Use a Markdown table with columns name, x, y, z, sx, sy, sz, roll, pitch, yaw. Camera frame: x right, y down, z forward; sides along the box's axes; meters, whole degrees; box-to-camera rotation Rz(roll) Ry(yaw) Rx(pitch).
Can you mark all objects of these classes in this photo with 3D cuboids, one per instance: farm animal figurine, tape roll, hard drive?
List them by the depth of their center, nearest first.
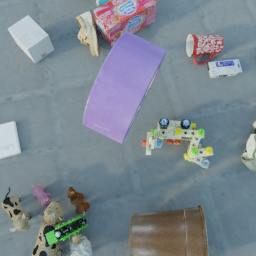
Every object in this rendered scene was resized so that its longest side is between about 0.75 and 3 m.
| name | x | y | z | sx | sy | sz | roll | pitch | yaw |
| --- | --- | --- | --- | --- | --- | --- | --- | --- | --- |
| tape roll | -0.066 | -1.061 | 7.674 | 1.187 | 2.793 | 2.793 | 27 | 73 | 2 |
| farm animal figurine | -2.576 | 3.002 | 8.741 | 2.732 | 1.425 | 2.702 | -7 | 71 | -2 |
| hard drive | -4.474 | 0.445 | 10.319 | 0.830 | 0.165 | 1.258 | -16 | 71 | -6 |

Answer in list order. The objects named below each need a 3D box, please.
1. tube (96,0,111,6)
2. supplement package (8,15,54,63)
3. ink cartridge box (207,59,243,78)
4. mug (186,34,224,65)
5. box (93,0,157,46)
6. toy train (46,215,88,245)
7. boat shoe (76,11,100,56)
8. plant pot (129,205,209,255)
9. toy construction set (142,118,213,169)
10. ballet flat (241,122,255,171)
| name | x | y | z | sx | sy | sz | roll | pitch | yaw |
| --- | --- | --- | --- | --- | --- | --- | --- | --- | --- |
| tube | -0.466 | -5.801 | 12.415 | 1.863 | 0.470 | 0.722 | -13 | 74 | -9 |
| supplement package | -3.879 | -3.563 | 11.295 | 1.005 | 0.998 | 1.325 | -41 | 75 | -13 |
| ink cartridge box | 3.906 | -2.394 | 11.287 | 1.285 | 0.252 | 0.639 | -6 | 70 | -1 |
| mug | 3.113 | -3.257 | 11.421 | 1.292 | 1.147 | 0.862 | -5 | 34 | -6 |
| box | -0.089 | -4.652 | 11.599 | 2.393 | 1.142 | 1.193 | -33 | 74 | -11 |
| toy train | -1.789 | 3.036 | 8.425 | 0.602 | 2.133 | 0.445 | -27 | 77 | 5 |
| boat shoe | -1.678 | -3.814 | 11.535 | 0.779 | 0.830 | 2.252 | -14 | 62 | -2 |
| plant pot | 1.170 | 3.392 | 8.350 | 2.135 | 2.156 | 2.156 | -1 | 70 | 7 |
| toy construction set | 1.695 | 0.478 | 9.871 | 2.518 | 1.160 | 1.651 | 9 | 71 | -9 |
| ballet flat | 4.751 | 0.230 | 9.943 | 0.837 | 0.886 | 2.629 | 34 | 72 | -25 |
